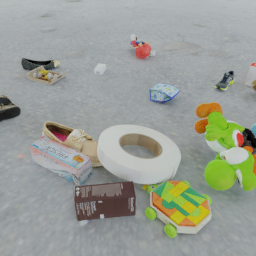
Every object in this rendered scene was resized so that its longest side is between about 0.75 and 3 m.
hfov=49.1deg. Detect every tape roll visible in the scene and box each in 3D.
[{"bbox_3d":[0.332,0.696,8.354,2.511,0.459,2.511,10,28,-5],"label":"tape roll"}]

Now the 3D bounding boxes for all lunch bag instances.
[{"bbox_3d":[1.541,-1.445,11.699,1.023,0.652,0.870,11,35,32],"label":"lunch bag"}]

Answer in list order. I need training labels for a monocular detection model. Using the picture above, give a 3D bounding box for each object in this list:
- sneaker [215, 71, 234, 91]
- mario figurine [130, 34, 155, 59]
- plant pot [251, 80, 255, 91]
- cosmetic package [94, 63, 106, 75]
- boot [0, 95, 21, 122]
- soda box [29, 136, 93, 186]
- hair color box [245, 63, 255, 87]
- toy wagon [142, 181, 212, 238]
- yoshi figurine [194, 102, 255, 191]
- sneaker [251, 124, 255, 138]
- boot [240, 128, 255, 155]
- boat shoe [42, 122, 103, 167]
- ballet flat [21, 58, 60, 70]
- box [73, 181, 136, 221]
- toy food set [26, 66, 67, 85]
[{"bbox_3d":[4.414,-2.182,12.777,0.554,0.607,1.500,22,41,28],"label":"sneaker"},{"bbox_3d":[0.856,-4.746,16.018,1.313,1.127,2.127,-7,34,-11],"label":"mario figurine"},{"bbox_3d":[5.779,-1.598,11.630,1.359,1.359,0.187,23,83,29],"label":"plant pot"},{"bbox_3d":[-1.410,-2.988,14.203,0.417,0.304,0.820,6,37,8],"label":"cosmetic package"},{"bbox_3d":[-5.118,-0.741,10.725,1.643,0.601,1.237,-19,40,-31],"label":"boot"},{"bbox_3d":[-1.998,0.932,8.279,1.952,0.668,0.621,21,40,27],"label":"soda box"},{"bbox_3d":[6.270,-2.204,12.501,1.734,0.962,0.554,24,40,29],"label":"hair color box"},{"bbox_3d":[1.131,1.871,7.194,1.499,0.382,1.932,-27,43,-33],"label":"toy wagon"},{"bbox_3d":[2.480,0.624,7.865,1.508,1.502,2.683,15,40,-32],"label":"yoshi figurine"},{"bbox_3d":[5.108,0.688,8.258,1.841,1.121,2.820,-5,36,-5],"label":"sneaker"},{"bbox_3d":[3.502,0.419,8.639,0.582,1.097,1.667,-8,36,-10],"label":"boot"},{"bbox_3d":[-1.681,0.444,8.776,2.537,0.877,0.935,16,37,19],"label":"boat shoe"},{"bbox_3d":[-4.516,-3.342,14.474,1.969,0.559,0.654,-3,35,-5],"label":"ballet flat"},{"bbox_3d":[-0.563,1.816,6.966,1.491,0.747,0.559,-6,35,-6],"label":"box"},{"bbox_3d":[-3.907,-2.636,13.535,1.594,0.481,1.144,17,38,22],"label":"toy food set"}]
